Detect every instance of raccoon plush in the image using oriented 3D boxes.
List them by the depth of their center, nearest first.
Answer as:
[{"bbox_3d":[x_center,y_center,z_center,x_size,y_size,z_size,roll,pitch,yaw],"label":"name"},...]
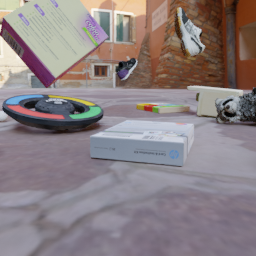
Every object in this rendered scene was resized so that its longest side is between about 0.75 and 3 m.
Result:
[{"bbox_3d":[4.062,-0.426,9.600,1.619,1.169,2.417,-11,-31,39],"label":"raccoon plush"}]

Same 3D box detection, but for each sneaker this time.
[{"bbox_3d":[2.400,-3.752,10.916,0.893,2.036,0.770,-13,-8,-1],"label":"sneaker"},{"bbox_3d":[-0.068,-2.701,12.004,0.542,0.627,1.432,-12,38,39],"label":"sneaker"}]

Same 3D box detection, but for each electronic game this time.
[{"bbox_3d":[-2.243,-0.602,8.630,2.991,0.622,2.991,8,17,-3],"label":"electronic game"}]

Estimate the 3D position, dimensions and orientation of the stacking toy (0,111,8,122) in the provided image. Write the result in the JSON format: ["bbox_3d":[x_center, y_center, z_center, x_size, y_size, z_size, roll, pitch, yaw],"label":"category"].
[{"bbox_3d":[-4.954,-0.573,9.962,1.528,1.117,1.117,21,13,9],"label":"stacking toy"}]

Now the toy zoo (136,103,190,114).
[{"bbox_3d":[1.564,-1.023,13.835,1.696,0.264,2.585,-5,11,-27],"label":"toy zoo"}]

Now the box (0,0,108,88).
[{"bbox_3d":[-2.601,-3.308,10.074,2.774,2.440,1.341,-47,15,-27],"label":"box"}]

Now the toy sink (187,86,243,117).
[{"bbox_3d":[3.495,-1.052,11.459,2.045,1.146,1.333,11,13,26],"label":"toy sink"}]

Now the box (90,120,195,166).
[{"bbox_3d":[0.445,0.221,6.003,1.757,0.464,2.254,4,11,17],"label":"box"}]
